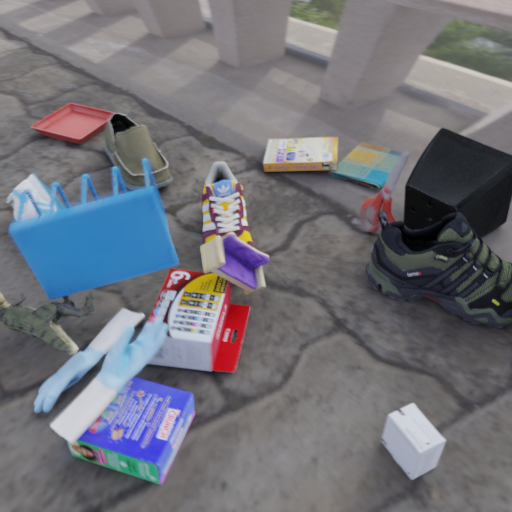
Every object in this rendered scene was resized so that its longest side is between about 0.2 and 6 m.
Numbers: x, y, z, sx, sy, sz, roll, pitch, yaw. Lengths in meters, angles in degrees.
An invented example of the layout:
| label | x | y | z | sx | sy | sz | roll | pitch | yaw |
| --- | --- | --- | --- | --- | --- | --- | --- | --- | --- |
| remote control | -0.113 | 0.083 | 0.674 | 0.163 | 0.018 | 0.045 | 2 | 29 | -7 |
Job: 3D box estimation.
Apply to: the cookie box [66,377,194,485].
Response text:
| label | x | y | z | sx | sy | sz | roll | pitch | yaw |
| --- | --- | --- | --- | --- | --- | --- | --- | --- | --- |
| cookie box | -1.742 | 2.382 | 7.910 | 1.405 | 0.528 | 1.202 | 12 | 41 | 14 |

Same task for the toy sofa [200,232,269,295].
| label | x | y | z | sx | sy | sz | roll | pitch | yaw |
| --- | --- | --- | --- | --- | --- | --- | --- | --- | --- |
| toy sofa | -0.305 | 0.151 | 9.648 | 0.646 | 1.324 | 0.548 | -25 | 56 | 25 |

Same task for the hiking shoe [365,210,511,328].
| label | x | y | z | sx | sy | sz | roll | pitch | yaw |
| --- | --- | --- | --- | --- | --- | --- | --- | --- | --- |
| hiking shoe | 3.608 | 0.154 | 9.695 | 3.298 | 1.660 | 1.249 | 10 | 41 | 12 |

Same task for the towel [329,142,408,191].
| label | x | y | z | sx | sy | sz | roll | pitch | yaw |
| --- | --- | --- | --- | --- | --- | --- | --- | --- | --- |
| towel | 2.784 | -2.216 | 13.711 | 1.345 | 0.199 | 1.834 | 22 | 44 | 25 |

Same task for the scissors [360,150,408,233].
| label | x | y | z | sx | sy | sz | roll | pitch | yaw |
| --- | --- | --- | --- | --- | --- | --- | --- | --- | --- |
| scissors | 2.404 | -1.209 | 10.712 | 0.174 | 2.499 | 0.914 | -41 | 57 | -21 |

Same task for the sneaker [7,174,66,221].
| label | x | y | z | sx | sy | sz | roll | pitch | yaw |
| --- | --- | --- | --- | --- | --- | --- | --- | --- | --- |
| sneaker | -4.371 | -0.757 | 11.571 | 0.885 | 0.838 | 2.191 | -42 | 57 | -6 |

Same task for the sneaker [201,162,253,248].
| label | x | y | z | sx | sy | sz | roll | pitch | yaw |
| --- | --- | --- | --- | --- | --- | --- | --- | --- | --- |
| sneaker | -0.652 | -0.800 | 11.185 | 1.015 | 1.220 | 2.708 | -8 | 41 | -10 |

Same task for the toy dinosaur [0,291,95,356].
| label | x | y | z | sx | sy | sz | roll | pitch | yaw |
| --- | --- | --- | --- | --- | --- | --- | --- | --- | --- |
| toy dinosaur | -3.355 | 1.001 | 9.163 | 2.759 | 0.655 | 1.216 | 15 | 29 | 35 |

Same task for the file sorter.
| label | x | y | z | sx | sy | sz | roll | pitch | yaw |
| --- | --- | --- | --- | --- | --- | --- | --- | --- | --- |
| file sorter | -2.747 | -0.537 | 9.777 | 2.315 | 1.607 | 1.420 | -16 | 40 | -4 |

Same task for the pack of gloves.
| label | x | y | z | sx | sy | sz | roll | pitch | yaw |
| --- | --- | --- | --- | --- | --- | --- | --- | --- | --- |
| pack of gloves | -2.383 | 1.529 | 8.246 | 1.786 | 0.419 | 2.126 | 7 | 46 | 49 |

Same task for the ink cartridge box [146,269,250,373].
| label | x | y | z | sx | sy | sz | roll | pitch | yaw |
| --- | --- | --- | --- | --- | --- | --- | --- | --- | --- |
| ink cartridge box | -0.925 | 1.046 | 9.332 | 1.473 | 0.704 | 1.678 | 6 | 37 | 5 |

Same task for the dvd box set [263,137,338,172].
| label | x | y | z | sx | sy | sz | roll | pitch | yaw |
| --- | --- | --- | --- | --- | --- | --- | --- | --- | --- |
| dvd box set | 1.127 | -2.518 | 13.850 | 1.787 | 0.263 | 1.307 | -1 | 38 | 9 |

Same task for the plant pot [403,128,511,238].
| label | x | y | z | sx | sy | sz | roll | pitch | yaw |
| --- | --- | --- | --- | --- | --- | --- | --- | --- | --- |
| plant pot | 3.976 | -1.222 | 11.425 | 1.586 | 1.784 | 1.788 | -38 | 52 | -21 |

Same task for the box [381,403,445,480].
| label | x | y | z | sx | sy | sz | roll | pitch | yaw |
| --- | --- | --- | --- | --- | --- | --- | --- | --- | --- |
| box | 2.122 | 2.523 | 7.626 | 0.444 | 0.680 | 0.676 | -18 | 43 | -21 |

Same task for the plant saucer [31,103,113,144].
| label | x | y | z | sx | sy | sz | roll | pitch | yaw |
| --- | --- | --- | --- | --- | --- | --- | --- | --- | --- |
| plant saucer | -4.913 | -3.569 | 15.235 | 1.650 | 0.303 | 1.647 | 16 | 43 | 19 |

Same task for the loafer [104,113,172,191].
| label | x | y | z | sx | sy | sz | roll | pitch | yaw |
| --- | --- | --- | --- | --- | --- | --- | --- | --- | --- |
| loafer | -2.969 | -2.523 | 13.390 | 1.126 | 1.043 | 2.994 | -23 | 45 | -25 |
